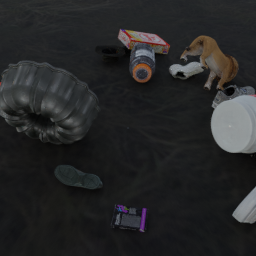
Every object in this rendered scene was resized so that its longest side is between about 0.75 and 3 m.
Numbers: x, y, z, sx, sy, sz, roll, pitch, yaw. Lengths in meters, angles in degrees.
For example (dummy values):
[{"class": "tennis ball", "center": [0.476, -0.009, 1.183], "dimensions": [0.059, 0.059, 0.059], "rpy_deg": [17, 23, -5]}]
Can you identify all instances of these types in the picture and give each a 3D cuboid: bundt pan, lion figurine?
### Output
[{"class": "bundt pan", "center": [-2.219, -0.452, 7.553], "dimensions": [2.796, 2.796, 1.049], "rpy_deg": [8, 58, 10]}, {"class": "lion figurine", "center": [3.193, -2.572, 10.478], "dimensions": [1.075, 2.966, 1.817], "rpy_deg": [11, 66, 46]}]

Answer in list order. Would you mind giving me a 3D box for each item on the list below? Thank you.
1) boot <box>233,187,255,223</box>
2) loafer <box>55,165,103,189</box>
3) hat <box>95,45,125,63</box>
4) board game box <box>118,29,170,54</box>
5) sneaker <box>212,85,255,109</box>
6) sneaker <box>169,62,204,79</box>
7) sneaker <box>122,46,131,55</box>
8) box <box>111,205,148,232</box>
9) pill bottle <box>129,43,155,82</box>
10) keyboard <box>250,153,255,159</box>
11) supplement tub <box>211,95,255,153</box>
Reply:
[{"class": "boot", "center": [3.818, 1.524, 6.191], "dimensions": [2.985, 1.098, 1.426], "rpy_deg": [-29, 56, -21]}, {"class": "loafer", "center": [-1.249, 1.299, 7.093], "dimensions": [1.309, 0.412, 0.470], "rpy_deg": [14, 71, 22]}, {"class": "hat", "center": [-0.835, -3.326, 12.799], "dimensions": [1.399, 0.564, 1.399], "rpy_deg": [6, 39, -5]}, {"class": "board game box", "center": [0.751, -4.174, 13.552], "dimensions": [2.063, 0.478, 1.563], "rpy_deg": [0, 35, -25]}, {"class": "sneaker", "center": [3.827, -1.175, 9.858], "dimensions": [1.851, 0.759, 0.692], "rpy_deg": [-22, 43, -25]}, {"class": "sneaker", "center": [2.466, -2.276, 11.543], "dimensions": [1.444, 0.563, 0.718], "rpy_deg": [-8, 46, 2]}, {"class": "sneaker", "center": [0.115, -3.810, 13.584], "dimensions": [1.216, 0.365, 0.634], "rpy_deg": [9, 39, 4]}, {"class": "box", "center": [0.044, 2.021, 6.284], "dimensions": [0.771, 0.139, 0.551], "rpy_deg": [7, 38, 6]}, {"class": "pill bottle", "center": [0.587, -2.643, 11.499], "dimensions": [1.058, 1.058, 1.992], "rpy_deg": [2, 38, 2]}, {"class": "keyboard", "center": [3.731, 0.703, 7.889], "dimensions": [0.662, 0.107, 1.043], "rpy_deg": [10, 30, 7]}, {"class": "supplement tub", "center": [3.550, -0.149, 7.601], "dimensions": [2.185, 1.534, 1.534], "rpy_deg": [-7, 37, -27]}]
